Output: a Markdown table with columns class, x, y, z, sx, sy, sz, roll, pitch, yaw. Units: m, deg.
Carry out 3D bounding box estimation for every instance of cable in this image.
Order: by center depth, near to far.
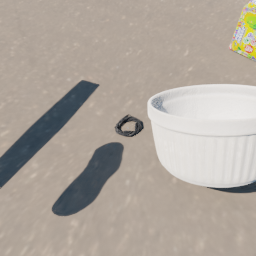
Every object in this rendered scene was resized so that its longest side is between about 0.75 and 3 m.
| class | x | y | z | sx | sy | sz | roll | pitch | yaw |
| --- | --- | --- | --- | --- | --- | --- | --- | --- | --- |
| cable | -0.005 | -0.023 | 7.729 | 0.630 | 0.196 | 0.772 | 41 | 61 | 20 |

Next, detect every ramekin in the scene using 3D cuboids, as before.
| class | x | y | z | sx | sy | sz | roll | pitch | yaw |
| --- | --- | --- | --- | --- | --- | --- | --- | --- | --- |
| ramekin | 1.899 | 0.064 | 6.203 | 2.885 | 1.514 | 2.885 | -4 | 20 | 1 |

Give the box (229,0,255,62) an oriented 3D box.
| class | x | y | z | sx | sy | sz | roll | pitch | yaw |
| --- | --- | --- | --- | --- | --- | --- | --- | --- | --- |
| box | 4.420 | -3.134 | 9.120 | 1.553 | 1.612 | 0.983 | 36 | 61 | 23 |
